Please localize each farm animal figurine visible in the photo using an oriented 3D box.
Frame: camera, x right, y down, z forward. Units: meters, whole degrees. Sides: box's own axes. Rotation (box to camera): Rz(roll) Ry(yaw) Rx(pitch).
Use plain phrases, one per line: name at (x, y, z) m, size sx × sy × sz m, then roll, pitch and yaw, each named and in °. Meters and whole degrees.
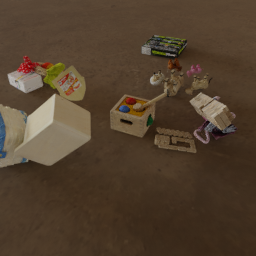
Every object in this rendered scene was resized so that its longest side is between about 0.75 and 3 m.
farm animal figurine at (2.572, -2.243, 13.719) m, size 2.250 × 1.186 × 2.276 m, roll -37°, pitch 57°, yaw -22°

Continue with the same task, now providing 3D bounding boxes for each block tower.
block tower at (3.019, -0.657, 10.209) m, size 0.608 × 0.651 × 2.252 m, roll -37°, pitch 21°, yaw 6°

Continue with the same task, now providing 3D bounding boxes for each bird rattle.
bird rattle at (-4.369, -2.957, 14.591) m, size 2.356 × 1.328 × 1.921 m, roll 15°, pitch 17°, yaw 8°

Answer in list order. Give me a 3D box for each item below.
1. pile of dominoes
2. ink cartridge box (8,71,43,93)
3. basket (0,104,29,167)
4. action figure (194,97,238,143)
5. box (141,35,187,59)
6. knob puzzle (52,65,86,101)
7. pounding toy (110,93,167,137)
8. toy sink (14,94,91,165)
pile of dominoes at (1.816, 0.516, 10.917) m, size 1.534 × 0.244 × 1.195 m, roll 9°, pitch 37°, yaw -2°
ink cartridge box at (-5.227, -2.452, 14.301) m, size 1.452 × 0.610 × 1.051 m, roll 28°, pitch 46°, yaw 31°
basket at (-4.702, 0.259, 9.460) m, size 2.767 × 1.924 × 2.439 m, roll 12°, pitch 28°, yaw -40°
action figure at (3.494, -0.289, 11.436) m, size 1.489 × 1.655 × 2.223 m, roll 40°, pitch 17°, yaw -17°
box at (2.339, -5.236, 17.962) m, size 2.359 × 0.561 × 2.279 m, roll 15°, pitch 38°, yaw 20°
knob puzzle at (-2.175, -1.634, 10.978) m, size 1.387 × 1.387 × 0.192 m, roll 6°, pitch 22°, yaw 8°
pounding toy at (0.450, -0.695, 11.489) m, size 1.807 × 1.285 × 1.664 m, roll 15°, pitch 41°, yaw 19°
toy sink at (-2.437, 0.110, 9.046) m, size 1.411 × 2.165 × 1.213 m, roll 28°, pitch 41°, yaw -38°
